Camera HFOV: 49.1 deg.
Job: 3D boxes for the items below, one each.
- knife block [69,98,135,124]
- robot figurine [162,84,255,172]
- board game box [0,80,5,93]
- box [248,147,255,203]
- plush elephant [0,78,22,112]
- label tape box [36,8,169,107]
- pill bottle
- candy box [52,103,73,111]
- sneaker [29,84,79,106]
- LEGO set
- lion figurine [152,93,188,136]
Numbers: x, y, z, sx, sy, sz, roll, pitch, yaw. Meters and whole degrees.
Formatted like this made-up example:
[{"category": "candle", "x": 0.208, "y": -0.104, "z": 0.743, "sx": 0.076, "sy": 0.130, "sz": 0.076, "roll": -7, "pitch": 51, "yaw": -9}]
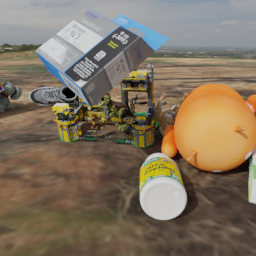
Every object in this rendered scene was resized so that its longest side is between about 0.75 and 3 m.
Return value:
[{"category": "knife block", "x": -0.923, "y": -0.488, "z": 8.663, "sx": 1.669, "sy": 0.608, "sz": 1.901, "roll": -13, "pitch": 22, "yaw": -33}, {"category": "robot figurine", "x": 1.718, "y": -0.052, "z": 5.705, "sx": 1.900, "sy": 1.540, "sz": 2.641, "roll": 12, "pitch": 18, "yaw": 12}, {"category": "board game box", "x": -5.551, "y": -0.880, "z": 8.547, "sx": 2.032, "sy": 0.621, "sz": 2.682, "roll": 9, "pitch": 39, "yaw": 27}, {"category": "box", "x": 3.170, "y": 0.713, "z": 5.015, "sx": 1.863, "sy": 0.469, "sz": 2.582, "roll": 7, "pitch": 17, "yaw": 22}, {"category": "plush elephant", "x": -4.568, "y": -1.268, "z": 10.078, "sx": 1.430, "sy": 1.107, "sz": 1.178, "roll": 28, "pitch": -10, "yaw": 35}, {"category": "label tape box", "x": -0.398, "y": -1.350, "z": 4.525, "sx": 1.758, "sy": 0.556, "sz": 1.268, "roll": -44, "pitch": 59, "yaw": -12}, {"category": "pill bottle", "x": 0.503, "y": 0.817, "z": 4.303, "sx": 0.648, "sy": 0.648, "sz": 1.149, "roll": 1, "pitch": 17, "yaw": 3}, {"category": "candy box", "x": -1.931, "y": -0.780, "z": 10.268, "sx": 1.523, "sy": 0.201, "sz": 0.778, "roll": -1, "pitch": 11, "yaw": -3}, {"category": "sneaker", "x": -2.675, "y": -1.267, "z": 10.416, "sx": 1.996, "sy": 0.753, "sz": 1.136, "roll": 0, "pitch": -6, "yaw": -13}, {"category": "LEGO set", "x": -0.479, "y": -0.752, "z": 7.052, "sx": 2.880, "sy": 1.669, "sz": 2.215, "roll": 7, "pitch": 32, "yaw": 18}, {"category": "lion figurine", "x": 1.128, "y": -0.310, "z": 7.810, "sx": 1.351, "sy": 0.799, "sz": 2.206, "roll": -49, "pitch": 12, "yaw": -9}]
